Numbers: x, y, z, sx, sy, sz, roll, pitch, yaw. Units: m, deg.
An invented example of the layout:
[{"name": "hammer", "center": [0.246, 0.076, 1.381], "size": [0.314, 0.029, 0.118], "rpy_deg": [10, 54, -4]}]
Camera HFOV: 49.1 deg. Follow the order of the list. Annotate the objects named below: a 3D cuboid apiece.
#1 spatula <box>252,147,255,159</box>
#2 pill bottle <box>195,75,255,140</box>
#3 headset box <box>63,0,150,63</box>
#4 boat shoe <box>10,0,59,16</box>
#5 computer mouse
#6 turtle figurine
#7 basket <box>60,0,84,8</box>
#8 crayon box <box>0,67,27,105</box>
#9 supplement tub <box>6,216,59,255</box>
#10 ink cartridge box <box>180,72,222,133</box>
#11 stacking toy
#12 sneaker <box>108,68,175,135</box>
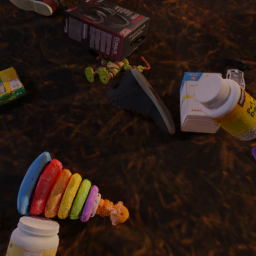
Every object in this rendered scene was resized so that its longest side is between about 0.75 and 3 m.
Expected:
[{"name": "spatula", "center": [4.575, 0.538, 8.646], "size": [1.590, 0.163, 0.449], "rpy_deg": [-22, 67, -10]}, {"name": "pill bottle", "center": [2.224, -0.444, 6.075], "size": [1.661, 0.907, 0.907], "rpy_deg": [30, 59, -31]}, {"name": "headset box", "center": [-0.649, -3.504, 9.887], "size": [2.654, 1.025, 1.975], "rpy_deg": [27, 47, 14]}, {"name": "boat shoe", "center": [-3.829, -5.131, 11.152], "size": [2.158, 0.768, 0.675], "rpy_deg": [22, 62, 8]}, {"name": "computer mouse", "center": [3.681, -1.776, 9.723], "size": [0.869, 0.348, 1.585], "rpy_deg": [13, 58, 1]}, {"name": "turtle figurine", "center": [-0.575, -2.028, 9.484], "size": [2.277, 0.733, 1.836], "rpy_deg": [26, 40, 25]}, {"name": "basket", "center": [-2.033, -6.068, 11.154], "size": [1.516, 1.582, 2.124], "rpy_deg": [12, 65, 6]}, {"name": "crayon box", "center": [-4.382, -1.278, 9.376], "size": [1.622, 0.473, 0.963], "rpy_deg": [-27, 66, -13]}, {"name": "supplement tub", "center": [-2.304, 3.008, 6.670], "size": [1.120, 1.120, 1.541], "rpy_deg": [13, 84, 7]}, {"name": "ink cartridge box", "center": [2.274, -0.773, 8.758], "size": [1.144, 1.124, 1.554], "rpy_deg": [3, 64, 2]}, {"name": "stacking toy", "center": [-1.303, 1.876, 7.432], "size": [2.793, 1.533, 1.621], "rpy_deg": [19, 68, -3]}, {"name": "sneaker", "center": [0.446, -0.597, 8.963], "size": [1.262, 0.889, 2.377], "rpy_deg": [-35, 84, 18]}]
